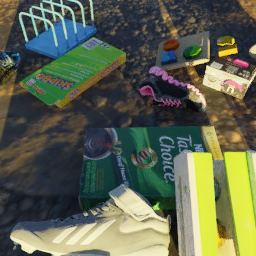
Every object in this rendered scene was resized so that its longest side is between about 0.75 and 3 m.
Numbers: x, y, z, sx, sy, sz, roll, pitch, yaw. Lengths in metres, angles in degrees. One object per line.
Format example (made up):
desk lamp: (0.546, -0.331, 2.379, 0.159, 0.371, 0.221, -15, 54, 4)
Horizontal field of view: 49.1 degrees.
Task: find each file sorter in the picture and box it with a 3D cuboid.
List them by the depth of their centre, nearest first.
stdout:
file sorter: (-2.317, -3.541, 9.416, 1.484, 1.312, 2.138, 22, 52, 20)

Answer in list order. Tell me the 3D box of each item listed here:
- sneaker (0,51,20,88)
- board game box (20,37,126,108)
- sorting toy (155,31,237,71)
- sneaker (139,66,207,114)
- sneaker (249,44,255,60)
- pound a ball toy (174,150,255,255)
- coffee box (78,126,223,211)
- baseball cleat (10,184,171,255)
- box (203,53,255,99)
sneaker: (-3.653, -1.776, 8.260, 0.694, 0.620, 1.693, -5, 48, -4)
board game box: (-1.557, -1.685, 8.284, 1.426, 0.447, 2.985, 33, 55, 25)
sorting toy: (2.002, -2.471, 8.544, 2.395, 0.321, 1.785, -8, 43, 23)
sneaker: (1.113, -0.827, 7.432, 1.998, 0.789, 0.953, 36, 73, 32)
sneaker: (4.494, -1.912, 8.261, 0.854, 0.809, 2.079, -32, 55, -25)
pound a ball toy: (1.729, 1.843, 4.318, 1.874, 1.221, 2.875, 0, 73, -5)
coffee box: (0.521, 0.782, 5.880, 2.912, 0.640, 1.790, 0, 48, 0)
baseball cleat: (-0.585, 1.592, 4.805, 2.614, 0.911, 1.391, 10, 78, -2)
box: (2.870, -1.470, 7.931, 1.213, 0.696, 0.802, 27, 54, 24)
